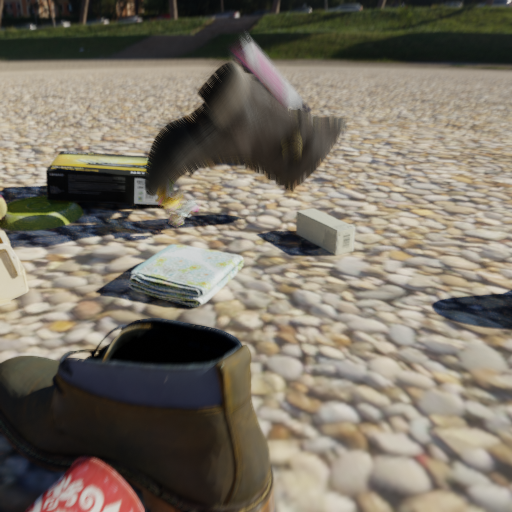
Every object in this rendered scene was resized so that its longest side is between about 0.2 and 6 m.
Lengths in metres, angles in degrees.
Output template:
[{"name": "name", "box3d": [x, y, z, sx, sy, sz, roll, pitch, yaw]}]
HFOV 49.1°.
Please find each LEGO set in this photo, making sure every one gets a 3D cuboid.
[{"name": "LEGO set", "box3d": [-1.641, -1.127, 11.289, 0.699, 0.565, 1.519, -28, 42, -4]}]

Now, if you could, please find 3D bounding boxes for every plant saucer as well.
[{"name": "plant saucer", "box3d": [-4.697, -0.978, 12.126, 1.832, 0.285, 1.832, 0, 23, 0]}]

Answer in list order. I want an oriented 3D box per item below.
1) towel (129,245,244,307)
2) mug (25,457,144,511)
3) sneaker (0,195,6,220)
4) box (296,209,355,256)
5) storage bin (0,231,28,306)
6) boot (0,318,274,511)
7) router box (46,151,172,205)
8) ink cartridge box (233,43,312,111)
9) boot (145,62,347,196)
[{"name": "towel", "box3d": [-1.122, 0.278, 9.136, 1.355, 0.381, 1.583, 12, 26, 19]}, {"name": "mug", "box3d": [-1.426, 2.255, 4.017, 1.131, 0.850, 1.274, 13, 30, 31]}, {"name": "sneaker", "box3d": [-6.527, -1.331, 11.777, 3.181, 1.192, 1.433, 5, 30, 10]}, {"name": "box", "box3d": [1.298, -0.476, 10.668, 0.440, 0.528, 1.286, -13, 28, -28]}, {"name": "storage bin", "box3d": [-4.929, 0.086, 8.756, 2.136, 1.008, 2.152, -14, 27, -28]}, {"name": "boot", "box3d": [-1.377, 1.166, 5.335, 3.579, 1.735, 1.337, 13, 27, 28]}, {"name": "router box", "box3d": [-3.362, -1.861, 13.226, 2.727, 0.712, 2.144, 2, 21, -12]}, {"name": "ink cartridge box", "box3d": [0.311, -3.368, 10.985, 0.321, 1.729, 0.819, -50, 18, -3]}, {"name": "boot", "box3d": [-0.219, -1.894, 10.896, 2.949, 3.387, 1.173, 22, 41, -39]}]
